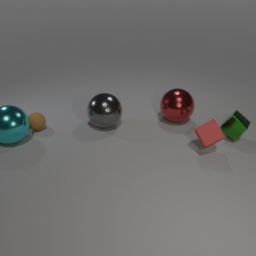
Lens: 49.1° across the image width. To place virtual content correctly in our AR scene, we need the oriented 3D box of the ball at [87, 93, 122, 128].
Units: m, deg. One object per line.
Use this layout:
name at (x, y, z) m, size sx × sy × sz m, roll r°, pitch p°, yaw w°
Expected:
ball at (-0.918, -0.686, 11.086) m, size 1.400 × 1.400 × 1.400 m, roll 0°, pitch 29°, yaw 0°

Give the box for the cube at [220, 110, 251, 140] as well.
cube at (3.938, -0.107, 10.279) m, size 0.700 × 0.700 × 0.700 m, roll 44°, pitch 37°, yaw 9°

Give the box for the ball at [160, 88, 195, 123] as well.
ball at (2.015, -0.922, 11.492) m, size 1.400 × 1.400 × 1.400 m, roll 0°, pitch 29°, yaw 0°

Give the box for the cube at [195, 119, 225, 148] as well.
cube at (2.739, 0.205, 9.452) m, size 0.700 × 0.700 × 0.700 m, roll -28°, pitch -14°, yaw 6°

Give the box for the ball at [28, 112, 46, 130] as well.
ball at (-3.585, -0.267, 10.967) m, size 0.700 × 0.700 × 0.700 m, roll 0°, pitch 29°, yaw 0°

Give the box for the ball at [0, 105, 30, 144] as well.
ball at (-4.264, -0.123, 10.057) m, size 1.400 × 1.400 × 1.400 m, roll 0°, pitch 29°, yaw 0°
